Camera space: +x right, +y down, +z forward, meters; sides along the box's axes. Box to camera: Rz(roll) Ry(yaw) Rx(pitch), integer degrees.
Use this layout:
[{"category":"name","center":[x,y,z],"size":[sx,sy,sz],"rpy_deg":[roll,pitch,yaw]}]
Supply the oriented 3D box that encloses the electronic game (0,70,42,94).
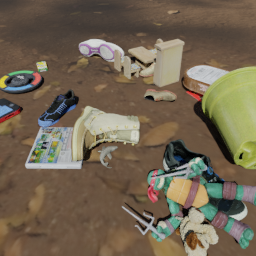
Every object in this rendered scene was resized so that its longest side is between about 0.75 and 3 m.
[{"category":"electronic game","center":[-4.743,-2.059,12.334],"size":[1.873,0.390,1.873],"rpy_deg":[0,38,0]}]

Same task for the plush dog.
[{"category":"plush dog","center":[1.473,2.486,6.233],"size":[0.883,1.101,0.946],"rpy_deg":[-28,23,19]}]

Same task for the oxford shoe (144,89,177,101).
[{"category":"oxford shoe","center":[1.280,-1.218,11.253],"size":[1.327,0.467,0.496],"rpy_deg":[8,45,27]}]

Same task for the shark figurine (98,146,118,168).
[{"category":"shark figurine","center":[-0.724,0.798,8.685],"size":[0.605,0.423,1.013],"rpy_deg":[6,37,9]}]

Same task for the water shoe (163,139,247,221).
[{"category":"water shoe","center":[1.933,1.330,7.445],"size":[0.970,1.071,2.714],"rpy_deg":[-26,45,-29]}]

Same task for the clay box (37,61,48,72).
[{"category":"clay box","center":[-4.217,-3.020,13.729],"size":[0.443,0.184,0.771],"rpy_deg":[-12,40,-15]}]

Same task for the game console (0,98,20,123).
[{"category":"game console","center":[-5.041,-0.597,10.593],"size":[1.394,0.245,1.576],"rpy_deg":[27,45,30]}]

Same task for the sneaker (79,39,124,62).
[{"category":"sneaker","center":[-1.259,-4.224,14.638],"size":[2.573,0.963,1.282],"rpy_deg":[18,42,22]}]

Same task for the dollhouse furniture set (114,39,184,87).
[{"category":"dollhouse furniture set","center":[1.102,-3.387,12.865],"size":[2.581,1.829,2.810],"rpy_deg":[-20,42,-24]}]

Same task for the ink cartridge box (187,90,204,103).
[{"category":"ink cartridge box","center":[3.534,-1.454,11.580],"size":[1.489,0.378,1.690],"rpy_deg":[-19,41,-24]}]

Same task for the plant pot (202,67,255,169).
[{"category":"plant pot","center":[3.757,-0.144,8.526],"size":[2.533,2.533,2.328],"rpy_deg":[-1,49,-2]}]

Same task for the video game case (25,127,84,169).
[{"category":"video game case","center":[-2.221,0.606,9.083],"size":[1.679,0.203,1.842],"rpy_deg":[1,38,0]}]

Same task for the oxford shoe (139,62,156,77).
[{"category":"oxford shoe","center":[1.113,-2.819,13.192],"size":[1.432,0.529,0.507],"rpy_deg":[-28,46,-31]}]

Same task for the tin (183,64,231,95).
[{"category":"tin","center":[3.618,-1.864,11.463],"size":[2.897,0.607,1.622],"rpy_deg":[28,53,33]}]

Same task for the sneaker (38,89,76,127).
[{"category":"sneaker","center":[-2.647,-0.789,10.428],"size":[0.655,0.728,1.869],"rpy_deg":[21,43,21]}]

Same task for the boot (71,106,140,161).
[{"category":"boot","center":[-0.636,0.213,8.817],"size":[1.999,0.931,2.585],"rpy_deg":[10,31,0]}]

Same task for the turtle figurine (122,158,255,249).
[{"category":"turtle figurine","center":[1.467,1.572,6.576],"size":[2.944,2.204,1.482],"rpy_deg":[16,23,10]}]
